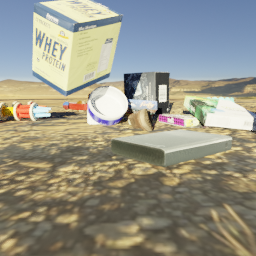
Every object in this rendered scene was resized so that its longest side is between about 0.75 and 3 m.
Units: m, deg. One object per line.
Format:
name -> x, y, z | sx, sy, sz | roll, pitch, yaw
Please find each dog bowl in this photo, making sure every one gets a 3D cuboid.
dog bowl -> -0.860, -0.936, 11.674 | 1.625, 1.625, 0.640 | -3, -30, -18

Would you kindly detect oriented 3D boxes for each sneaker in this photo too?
sneaker -> 0.412, -0.212, 10.350 | 0.885, 0.825, 2.343 | -16, 0, 9

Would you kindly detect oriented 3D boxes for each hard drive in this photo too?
hard drive -> 1.030, 0.395, 6.481 | 2.370, 0.390, 1.654 | -7, 10, -40

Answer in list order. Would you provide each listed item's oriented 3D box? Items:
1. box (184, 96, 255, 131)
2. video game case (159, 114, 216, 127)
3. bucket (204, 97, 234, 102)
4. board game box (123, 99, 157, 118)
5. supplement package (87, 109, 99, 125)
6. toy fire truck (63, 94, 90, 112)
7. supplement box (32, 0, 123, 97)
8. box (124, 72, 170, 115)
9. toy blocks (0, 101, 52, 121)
box -> 3.609, -0.651, 11.064 | 2.129, 0.536, 2.950 | 6, 16, -6
video game case -> 2.594, -0.330, 11.842 | 1.879, 0.371, 2.073 | -1, 7, -21
bucket -> 4.725, -1.077, 14.791 | 1.672, 1.088, 1.672 | 1, 8, 0
board game box -> 0.003, -0.914, 13.350 | 2.532, 0.438, 1.715 | 4, -12, -4
supplement package -> -1.154, -0.506, 12.232 | 1.148, 0.629, 0.653 | -2, 8, -18
toy fire truck -> -2.174, -1.050, 13.798 | 1.922, 1.283, 2.289 | -1, 8, -6
supplement box -> -1.741, -2.836, 9.586 | 1.660, 2.470, 2.473 | 32, 40, 19
box -> 1.118, -2.126, 17.183 | 2.554, 2.512, 1.500 | 7, 12, 43
toy blocks -> -4.769, -0.865, 13.925 | 2.468, 0.896, 2.057 | 1, 8, 10
